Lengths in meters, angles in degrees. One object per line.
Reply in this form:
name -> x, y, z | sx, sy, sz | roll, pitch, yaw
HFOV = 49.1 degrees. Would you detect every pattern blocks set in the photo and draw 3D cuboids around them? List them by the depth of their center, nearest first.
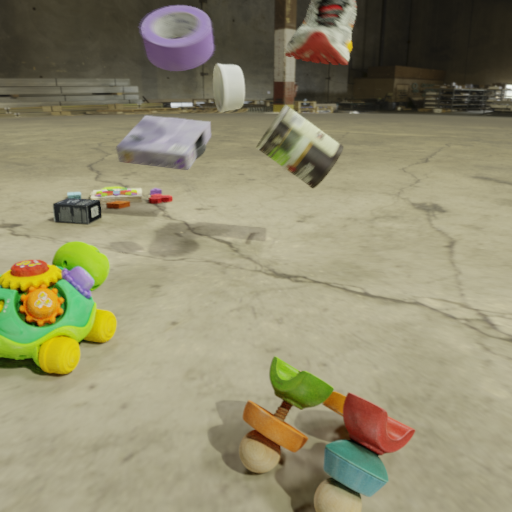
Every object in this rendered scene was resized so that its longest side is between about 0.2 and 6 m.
pattern blocks set -> -3.955, -1.707, 15.917 | 2.697, 0.219, 2.371 | -9, 20, -25

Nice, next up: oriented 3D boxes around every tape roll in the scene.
tape roll -> -1.597, -4.453, 11.437 | 1.391, 0.591, 1.391 | -1, 56, 1

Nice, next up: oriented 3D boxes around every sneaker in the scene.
sneaker -> 1.008, -3.478, 8.402 | 0.936, 0.988, 2.406 | 9, 30, 7

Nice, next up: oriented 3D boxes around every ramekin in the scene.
ramekin -> -0.419, -2.588, 8.619 | 0.348, 0.714, 0.714 | -9, 20, -15

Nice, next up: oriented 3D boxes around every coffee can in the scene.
coffee can -> 0.838, -2.109, 10.866 | 1.377, 1.008, 1.008 | 34, 17, -8

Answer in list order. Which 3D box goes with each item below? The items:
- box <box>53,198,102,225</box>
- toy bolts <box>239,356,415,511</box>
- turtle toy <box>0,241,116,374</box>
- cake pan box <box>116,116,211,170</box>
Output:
box -> -4.349, -1.092, 13.632 | 0.924, 0.482, 0.684 | 4, 19, 13
toy bolts -> 0.669, 1.747, 5.012 | 1.393, 1.012, 1.459 | 36, -13, -30
turtle toy -> -2.777, 0.576, 7.462 | 1.717, 1.191, 2.356 | 5, 19, 15
cake pan box -> -2.132, -2.737, 13.385 | 1.848, 0.483, 1.702 | 7, 42, 11
